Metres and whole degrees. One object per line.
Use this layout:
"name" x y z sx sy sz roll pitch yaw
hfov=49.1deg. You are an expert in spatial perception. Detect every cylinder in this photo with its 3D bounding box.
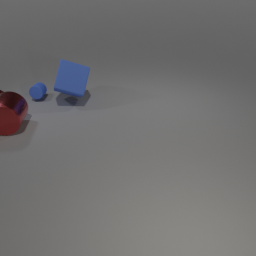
"cylinder" -5.047 -0.625 11.716 1.400 1.400 1.400 -2 31 -3
"cylinder" -4.584 -1.901 14.287 0.700 0.700 0.700 1 25 2

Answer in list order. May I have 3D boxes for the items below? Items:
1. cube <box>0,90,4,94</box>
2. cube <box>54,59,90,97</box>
"cube" -6.010 -1.256 13.195 0.700 0.700 0.700 27 47 7
"cube" -2.754 -2.364 13.617 1.400 1.400 1.400 13 -1 -16
